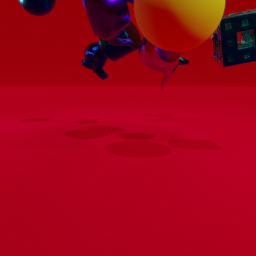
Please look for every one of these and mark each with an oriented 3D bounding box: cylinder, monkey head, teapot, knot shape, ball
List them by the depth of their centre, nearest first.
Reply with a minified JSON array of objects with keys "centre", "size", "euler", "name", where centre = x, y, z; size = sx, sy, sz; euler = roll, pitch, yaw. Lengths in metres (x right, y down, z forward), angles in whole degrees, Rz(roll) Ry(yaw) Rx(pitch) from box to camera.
[{"centre":[0.770,-1.872,4.285],"size":[1.354,1.354,1.354],"euler":[0,9,0],"name":"ball"},{"centre":[-0.364,-2.457,5.764],"size":[1.022,2.087,1.298],"euler":[-19,40,-1],"name":"teapot"},{"centre":[0.642,-1.579,6.033],"size":[0.941,1.513,0.741],"euler":[-24,9,-32],"name":"teapot"},{"centre":[-0.182,-2.180,6.998],"size":[0.780,0.780,0.780],"euler":[-20,-2,31],"name":"cylinder"},{"centre":[-2.567,-3.715,7.882],"size":[1.071,1.071,1.071],"euler":[0,9,0],"name":"ball"},{"centre":[-0.874,-2.087,8.586],"size":[0.887,1.059,1.472],"euler":[-43,1,33],"name":"monkey head"},{"centre":[1.686,-2.498,10.330],"size":[1.156,0.571,1.235],"euler":[11,-33,6],"name":"knot shape"}]

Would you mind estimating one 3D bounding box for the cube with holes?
[{"centre":[1.951,-1.597,4.917],"size":[0.783,0.783,0.783],"euler":[-10,21,9],"name":"cube with holes"}]
